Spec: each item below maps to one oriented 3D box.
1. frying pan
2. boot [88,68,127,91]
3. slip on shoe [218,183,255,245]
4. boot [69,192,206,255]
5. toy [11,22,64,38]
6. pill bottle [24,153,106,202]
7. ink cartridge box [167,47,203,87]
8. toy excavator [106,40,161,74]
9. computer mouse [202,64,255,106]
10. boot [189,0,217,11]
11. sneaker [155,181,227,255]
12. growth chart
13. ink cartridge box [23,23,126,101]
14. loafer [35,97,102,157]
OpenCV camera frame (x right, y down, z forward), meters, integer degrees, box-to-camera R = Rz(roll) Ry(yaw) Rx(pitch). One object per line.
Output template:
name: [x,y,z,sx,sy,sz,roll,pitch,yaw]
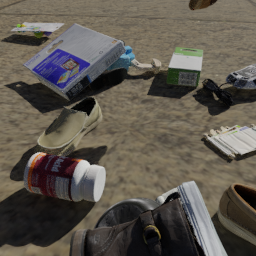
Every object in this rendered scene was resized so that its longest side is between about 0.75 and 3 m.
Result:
frying pan: [0.122,2.202,4.438,1.651,0.444,2.729,-32,37,5]
boot: [-1.155,-2.188,10.956,1.869,0.647,1.627,-23,42,-25]
slip on shoe: [3.039,1.878,5.005,2.832,0.858,1.077,27,43,33]
boot: [0.201,2.123,3.847,1.942,0.772,2.231,-17,58,9]
toy: [-4.953,-5.390,15.539,2.541,0.600,1.463,9,39,12]
pill bottle: [-1.345,1.085,6.095,1.567,0.895,0.895,8,36,12]
ink cartridge box: [2.358,-2.530,11.384,1.218,0.696,2.346,8,36,12]
toy excavator: [0.050,-2.738,11.639,2.009,1.032,2.066,-23,54,-29]
computer mouse: [4.233,-1.644,10.250,2.959,0.649,1.623,-19,34,-16]
boot: [2.725,-4.294,8.085,1.644,1.976,0.715,-31,87,-14]
sneaker: [1.125,2.207,4.667,0.985,1.016,2.781,-26,37,12]
growth chart: [3.172,0.303,7.850,1.818,0.161,1.316,-12,36,-16]
ink cartridge box: [-2.107,-2.657,10.735,2.937,0.643,2.965,-45,53,-16]
loafer: [-1.633,-0.102,7.786,0.978,0.883,2.585,15,38,21]
